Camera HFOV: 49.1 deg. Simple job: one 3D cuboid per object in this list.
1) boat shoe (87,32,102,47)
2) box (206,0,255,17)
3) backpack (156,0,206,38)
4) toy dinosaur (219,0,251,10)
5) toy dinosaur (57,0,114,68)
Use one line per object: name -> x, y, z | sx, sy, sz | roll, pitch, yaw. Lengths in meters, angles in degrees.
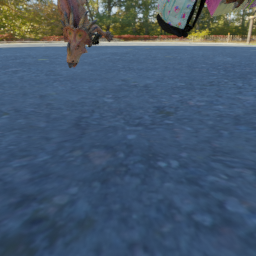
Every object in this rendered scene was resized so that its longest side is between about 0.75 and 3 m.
boat shoe -> -1.221, -3.284, 10.529 | 0.345, 1.041, 0.389 | 32, 58, -14
box -> 2.865, -3.626, 7.130 | 1.403, 0.678, 1.234 | -15, -12, -7
backpack -> 1.018, -2.555, 5.499 | 0.784, 1.238, 1.033 | 7, 39, -17
toy dinosaur -> 1.137, -1.820, 2.405 | 0.907, 1.567, 1.727 | 25, 62, 28
toy dinosaur -> -1.518, -3.172, 7.818 | 1.225, 2.854, 1.934 | -26, 0, 14
